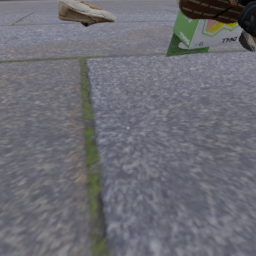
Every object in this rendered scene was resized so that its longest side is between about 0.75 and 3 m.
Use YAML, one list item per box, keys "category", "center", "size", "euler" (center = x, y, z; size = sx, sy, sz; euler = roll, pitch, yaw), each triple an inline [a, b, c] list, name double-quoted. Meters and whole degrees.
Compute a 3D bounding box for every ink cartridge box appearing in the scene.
- category: "ink cartridge box"
  center: [1.947, -2.596, 6.303]
  size: [1.433, 2.759, 0.818]
  euler: [-14, 54, -23]

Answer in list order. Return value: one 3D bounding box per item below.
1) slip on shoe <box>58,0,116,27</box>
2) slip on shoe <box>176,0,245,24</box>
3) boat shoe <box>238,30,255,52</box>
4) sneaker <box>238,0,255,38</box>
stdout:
- category: "slip on shoe"
  center: [-0.820, -2.313, 5.765]
  size: [0.548, 0.437, 1.441]
  euler: [34, 25, 25]
- category: "slip on shoe"
  center: [1.213, -1.864, 3.861]
  size: [1.728, 0.524, 0.657]
  euler: [-11, -3, -42]
- category: "boat shoe"
  center: [3.404, -3.047, 8.091]
  size: [0.682, 1.899, 0.719]
  euler: [-43, 43, 12]
- category: "sneaker"
  center: [2.014, -1.813, 3.571]
  size: [1.026, 0.717, 2.063]
  euler: [28, 60, 15]
